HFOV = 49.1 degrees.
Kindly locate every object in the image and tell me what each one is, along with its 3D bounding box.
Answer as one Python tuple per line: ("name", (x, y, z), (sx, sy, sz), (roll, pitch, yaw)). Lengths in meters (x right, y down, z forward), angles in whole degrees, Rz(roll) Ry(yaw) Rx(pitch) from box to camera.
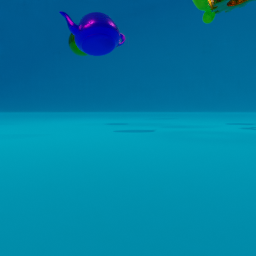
("ball", (-1.357, -2.533, 8.279), (0.800, 0.800, 0.800), (0, 3, 0))
("teapot", (-0.622, -1.807, 5.243), (1.368, 0.670, 0.851), (6, -25, -34))
("gear", (2.297, -2.740, 5.653), (1.281, 0.237, 1.281), (-17, 0, 0))
("monkey head", (2.359, -3.791, 7.613), (1.276, 1.773, 1.068), (12, 22, 27))
